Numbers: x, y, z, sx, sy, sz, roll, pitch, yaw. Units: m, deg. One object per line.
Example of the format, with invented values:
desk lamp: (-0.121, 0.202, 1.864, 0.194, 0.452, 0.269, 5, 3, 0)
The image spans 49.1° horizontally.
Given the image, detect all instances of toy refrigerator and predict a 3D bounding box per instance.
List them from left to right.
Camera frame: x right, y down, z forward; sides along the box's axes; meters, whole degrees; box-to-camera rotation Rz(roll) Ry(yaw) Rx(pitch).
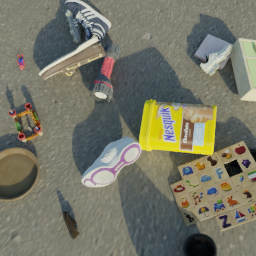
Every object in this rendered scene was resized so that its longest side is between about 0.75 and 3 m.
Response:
toy refrigerator: (5.004, -2.425, 11.495, 0.962, 0.886, 2.534, 4, 64, -10)

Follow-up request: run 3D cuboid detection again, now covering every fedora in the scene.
fedora: (2.228, 3.823, 8.779, 1.051, 0.480, 1.051, 0, 64, 0)

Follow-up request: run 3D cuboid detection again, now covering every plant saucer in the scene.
plant saucer: (-4.097, 1.634, 9.964, 1.963, 0.289, 1.963, 0, 64, -1)

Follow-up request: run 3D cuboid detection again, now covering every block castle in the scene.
block castle: (-3.880, -0.223, 10.672, 0.919, 0.645, 1.375, -25, 66, -12)

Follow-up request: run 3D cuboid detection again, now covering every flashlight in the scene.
flashlight: (-0.841, -2.344, 11.576, 0.898, 0.901, 2.652, 14, 65, -2)

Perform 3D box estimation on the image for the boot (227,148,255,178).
boot: (4.384, 1.419, 9.835, 1.745, 0.657, 1.305, 9, 57, 16)

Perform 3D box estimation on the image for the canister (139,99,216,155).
canister: (1.797, -0.029, 9.981, 2.486, 1.076, 1.846, 4, 72, 16)

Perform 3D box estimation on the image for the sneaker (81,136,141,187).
sneaker: (-0.642, 1.196, 9.990, 2.385, 0.893, 1.188, -36, 32, -4)

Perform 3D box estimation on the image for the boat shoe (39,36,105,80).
boat shoe: (-2.313, -2.677, 11.531, 2.868, 0.854, 1.030, -29, 21, 6)

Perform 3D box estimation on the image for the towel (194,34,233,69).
towel: (3.868, -3.401, 12.462, 1.401, 0.236, 1.467, 30, 68, 15)

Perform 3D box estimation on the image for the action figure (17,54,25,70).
action figure: (-4.674, -2.881, 12.235, 0.268, 0.212, 0.818, -12, 67, -9)

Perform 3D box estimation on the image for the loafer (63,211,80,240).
loafer: (-1.856, 3.157, 9.215, 0.339, 0.347, 0.950, -23, 76, -15)

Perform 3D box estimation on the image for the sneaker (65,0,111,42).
sneaker: (-1.922, -4.747, 12.507, 2.229, 0.781, 1.209, 27, 68, -16)

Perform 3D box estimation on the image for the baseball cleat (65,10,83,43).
baseball cleat: (-2.260, -4.817, 12.903, 1.063, 0.697, 1.997, -15, 67, -11)

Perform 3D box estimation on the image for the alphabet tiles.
alphabet tiles: (3.042, 2.066, 9.385, 2.940, 0.111, 2.457, -23, 65, 8)

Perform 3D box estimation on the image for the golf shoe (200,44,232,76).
golf shoe: (3.710, -3.021, 11.809, 0.778, 0.627, 1.601, 39, 85, 4)
